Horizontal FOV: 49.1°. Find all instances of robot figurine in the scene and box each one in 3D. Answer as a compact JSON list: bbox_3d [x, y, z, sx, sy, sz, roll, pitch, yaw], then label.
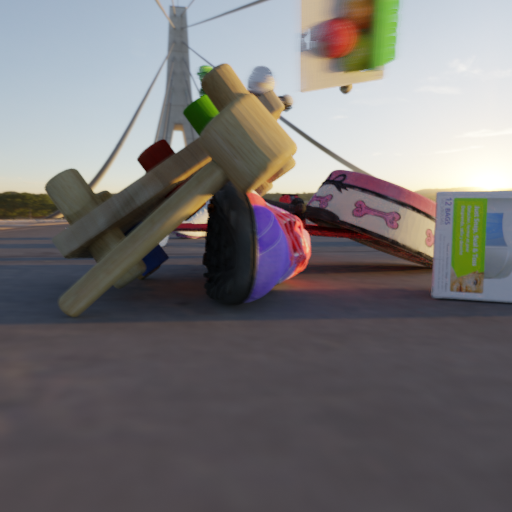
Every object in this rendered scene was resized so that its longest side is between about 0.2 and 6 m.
[{"bbox_3d":[0.532,-3.120,11.514,0.474,0.356,0.296,-34,16,-14],"label":"robot figurine"}]

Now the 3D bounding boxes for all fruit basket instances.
[{"bbox_3d":[1.465,-3.729,9.355,1.884,1.745,0.883,-15,30,-23],"label":"fruit basket"}]

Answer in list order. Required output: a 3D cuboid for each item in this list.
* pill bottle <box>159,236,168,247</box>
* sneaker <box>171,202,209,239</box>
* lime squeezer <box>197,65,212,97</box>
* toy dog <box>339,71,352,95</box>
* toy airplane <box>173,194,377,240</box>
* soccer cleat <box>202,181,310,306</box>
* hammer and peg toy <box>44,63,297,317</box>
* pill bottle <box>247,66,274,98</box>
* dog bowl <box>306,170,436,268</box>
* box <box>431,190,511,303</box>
[{"bbox_3d":[-2.304,-0.439,11.674,0.863,0.493,0.493,3,6,31],"label":"pill bottle"},{"bbox_3d":[-1.525,-0.995,15.197,2.106,1.049,0.789,-5,9,-37],"label":"sneaker"},{"bbox_3d":[-1.070,-3.586,12.476,0.689,1.290,3.651,22,-16,4],"label":"lime squeezer"},{"bbox_3d":[2.086,-4.262,12.540,0.582,1.208,0.796,-2,-3,39],"label":"toy dog"},{"bbox_3d":[0.402,-0.428,7.778,3.218,0.592,3.218,2,-6,0],"label":"toy airplane"},{"bbox_3d":[0.073,-0.137,5.257,1.106,1.031,3.023,5,2,-6],"label":"soccer cleat"},{"bbox_3d":[-0.771,-0.632,4.867,2.219,1.064,3.017,-35,3,-3],"label":"hammer and peg toy"},{"bbox_3d":[0.081,-3.087,10.272,0.476,0.476,0.857,0,-15,-3],"label":"pill bottle"},{"bbox_3d":[1.565,-0.493,7.164,1.895,0.699,1.895,22,1,0],"label":"dog bowl"},{"bbox_3d":[2.374,-0.089,4.691,1.650,0.928,0.836,3,6,22],"label":"box"}]
